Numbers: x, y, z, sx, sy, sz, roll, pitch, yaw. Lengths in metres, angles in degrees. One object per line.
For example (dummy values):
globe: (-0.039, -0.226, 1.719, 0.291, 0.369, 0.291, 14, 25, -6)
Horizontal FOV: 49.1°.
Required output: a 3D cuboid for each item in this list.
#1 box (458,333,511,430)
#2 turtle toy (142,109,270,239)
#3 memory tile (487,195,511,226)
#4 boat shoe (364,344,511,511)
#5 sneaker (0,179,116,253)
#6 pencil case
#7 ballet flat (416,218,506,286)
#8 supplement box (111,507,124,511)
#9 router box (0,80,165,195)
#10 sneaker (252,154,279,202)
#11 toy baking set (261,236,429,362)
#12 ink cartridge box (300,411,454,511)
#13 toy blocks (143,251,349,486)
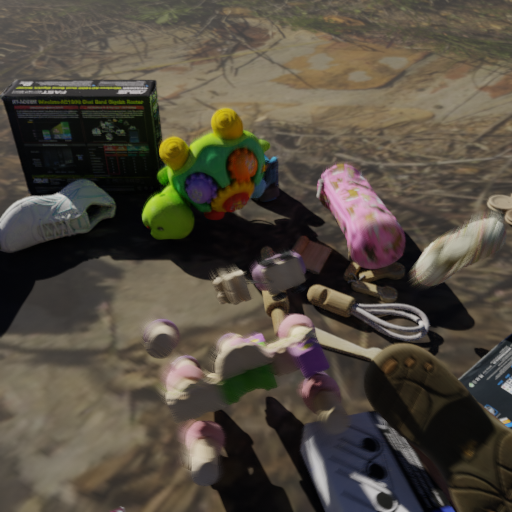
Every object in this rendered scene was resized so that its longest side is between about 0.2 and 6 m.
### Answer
box: (3.747, 2.047, 6.887, 2.834, 0.652, 2.252, -27, 45, -31)
turtle toy: (-0.901, -1.316, 10.232, 2.709, 1.975, 1.369, -29, 72, 3)
memory tile: (5.932, -0.872, 11.119, 2.245, 0.189, 1.721, -12, 39, -14)
boat shoe: (2.273, 2.076, 5.808, 1.028, 0.965, 2.857, -41, 77, 7)
sneaker: (-3.672, -0.714, 10.393, 0.951, 0.834, 2.373, 28, 45, 28)
pencil case: (1.815, -0.748, 10.001, 1.032, 0.987, 2.385, -17, 35, -1)
ballet flat: (2.680, -0.050, 7.763, 0.523, 1.636, 0.619, -4, 65, -32)
supplement box: (-1.715, 3.044, 5.606, 0.968, 0.633, 0.499, -13, 39, -18)
router box: (-3.394, -2.411, 11.473, 2.914, 2.184, 0.905, 0, 38, -1)
sneaker: (-0.246, -2.051, 11.998, 0.841, 0.940, 2.296, -21, 42, -34)
toy baking set: (1.331, 0.620, 8.985, 2.539, 0.385, 3.308, -1, 37, -1)
ink cartridge box: (1.438, 2.792, 5.898, 1.166, 0.549, 2.481, -6, 36, -15)
toy blocks: (-0.190, 1.144, 6.827, 2.049, 2.192, 1.845, -20, 10, -2)
